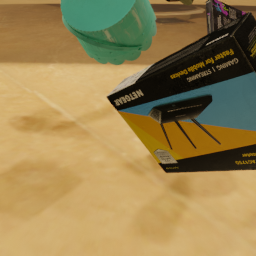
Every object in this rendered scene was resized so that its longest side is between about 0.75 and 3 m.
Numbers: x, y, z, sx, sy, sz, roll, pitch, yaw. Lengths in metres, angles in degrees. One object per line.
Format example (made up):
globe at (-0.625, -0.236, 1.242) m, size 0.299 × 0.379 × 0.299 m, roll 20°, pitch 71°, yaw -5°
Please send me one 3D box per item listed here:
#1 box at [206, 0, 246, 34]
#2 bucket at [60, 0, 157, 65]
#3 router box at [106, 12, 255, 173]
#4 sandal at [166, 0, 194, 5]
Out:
box at (2.074, -2.139, 5.806) m, size 1.114 × 0.797 × 0.201 m, roll 5°, pitch -11°, yaw -32°
bucket at (-0.352, -2.071, 5.092) m, size 1.657 × 1.078 × 1.657 m, roll -4°, pitch 74°, yaw 16°
router box at (0.675, -0.139, 2.704) m, size 0.420 × 1.227 × 1.645 m, roll -49°, pitch 18°, yaw -31°
sandal at (1.096, -3.812, 7.752) m, size 1.757 × 0.501 × 0.698 m, roll 12°, pitch 11°, yaw -37°
